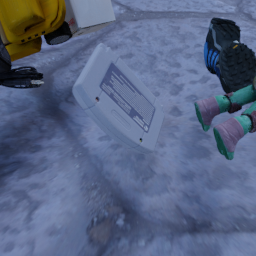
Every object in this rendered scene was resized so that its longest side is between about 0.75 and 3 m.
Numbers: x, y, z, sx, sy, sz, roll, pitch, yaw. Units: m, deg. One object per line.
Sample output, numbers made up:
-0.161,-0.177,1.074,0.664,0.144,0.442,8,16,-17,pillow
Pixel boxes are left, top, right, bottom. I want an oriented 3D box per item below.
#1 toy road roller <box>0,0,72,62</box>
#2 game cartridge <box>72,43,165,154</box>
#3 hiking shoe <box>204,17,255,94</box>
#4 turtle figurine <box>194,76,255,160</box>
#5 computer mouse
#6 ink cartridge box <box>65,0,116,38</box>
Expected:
-2.942,-2.929,7.304,2.697,1.657,1.969,-18,4,8,toy road roller
-0.106,-0.493,5.834,0.454,2.221,1.478,-20,39,39,game cartridge
2.491,-1.624,7.023,0.952,1.109,2.558,6,54,-3,hiking shoe
1.979,-0.402,3.571,2.057,1.035,1.540,-23,16,5,turtle figurine
-2.446,-1.203,4.500,1.647,2.379,0.627,3,68,0,computer mouse
-1.609,-4.437,8.658,1.266,2.893,2.102,-19,15,-18,ink cartridge box
